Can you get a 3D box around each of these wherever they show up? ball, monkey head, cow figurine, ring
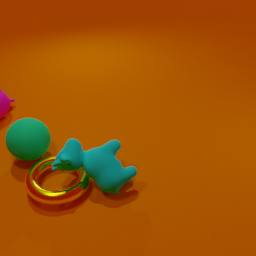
[{"bbox_3d":[-2.604,0.294,7.343,1.123,1.123,1.123,0,38,0],"label":"ball"},{"bbox_3d":[-4.494,-0.766,8.938,1.293,1.083,1.798,-4,31,23],"label":"monkey head"},{"bbox_3d":[-0.822,0.921,6.591,1.630,0.909,1.656,-28,77,-25],"label":"cow figurine"},{"bbox_3d":[-1.681,1.213,6.804,1.581,0.316,1.581,4,34,-2],"label":"ring"}]
